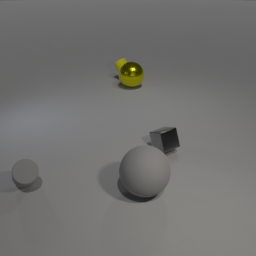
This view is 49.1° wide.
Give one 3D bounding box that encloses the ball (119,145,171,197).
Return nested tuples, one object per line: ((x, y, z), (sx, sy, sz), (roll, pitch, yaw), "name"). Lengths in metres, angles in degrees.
((0.462, 1.171, 7.649), (1.400, 1.400, 1.400), (0, 28, 0), "ball")

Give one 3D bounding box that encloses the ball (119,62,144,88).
((0.191, -2.927, 15.375), (1.400, 1.400, 1.400), (0, 28, 0), "ball")

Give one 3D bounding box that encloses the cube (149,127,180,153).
((1.269, 0.393, 9.721), (0.700, 0.700, 0.700), (-19, 11, -26), "cube")

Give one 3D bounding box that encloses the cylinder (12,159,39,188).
((-2.917, 1.295, 7.943), (0.700, 0.700, 0.700), (8, 68, -19), "cylinder")

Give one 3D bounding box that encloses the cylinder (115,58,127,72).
((-0.338, -3.639, 16.533), (0.700, 0.700, 0.700), (-26, 1, 1), "cylinder")
